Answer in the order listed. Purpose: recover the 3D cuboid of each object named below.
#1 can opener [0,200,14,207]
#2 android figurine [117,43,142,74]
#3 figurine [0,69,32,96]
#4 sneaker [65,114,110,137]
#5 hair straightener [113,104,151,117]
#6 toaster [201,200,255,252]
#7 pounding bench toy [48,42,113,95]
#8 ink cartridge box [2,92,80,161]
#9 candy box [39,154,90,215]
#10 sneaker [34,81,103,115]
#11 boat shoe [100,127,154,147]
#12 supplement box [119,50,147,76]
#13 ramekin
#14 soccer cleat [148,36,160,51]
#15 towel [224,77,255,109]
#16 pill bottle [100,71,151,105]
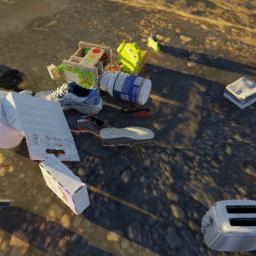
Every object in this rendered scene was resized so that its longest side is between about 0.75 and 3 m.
[{"bbox_3d":[-4.339,2.494,8.978,1.282,0.338,0.426,-4,84,-2],"label":"can opener"},{"bbox_3d":[0.058,-3.014,11.975,0.300,1.461,1.330,-23,80,-38],"label":"android figurine"},{"bbox_3d":[-5.533,-1.334,11.755,2.821,1.245,2.891,-24,54,-25],"label":"figurine"},{"bbox_3d":[-1.620,-0.286,10.989,2.012,0.824,0.775,10,50,9],"label":"sneaker"},{"bbox_3d":[0.150,-0.709,11.761,1.600,0.327,0.616,-5,47,2],"label":"hair straightener"},{"bbox_3d":[3.181,2.783,8.009,2.038,1.316,1.158,1,50,1],"label":"toaster"},{"bbox_3d":[-2.131,-2.854,12.751,2.459,1.527,1.918,15,51,13],"label":"pounding bench toy"},{"bbox_3d":[-3.063,0.099,10.039,0.644,2.182,2.725,-37,64,26],"label":"ink cartridge box"},{"bbox_3d":[-1.979,1.793,8.844,1.601,1.343,0.573,35,58,27],"label":"candy box"},{"bbox_3d":[-2.526,-1.426,11.701,2.933,1.249,1.130,2,49,3],"label":"sneaker"},{"bbox_3d":[-0.045,0.385,10.565,2.017,0.600,0.724,0,33,-2],"label":"boat shoe"},{"bbox_3d":[0.239,-2.914,13.360,0.702,0.726,2.109,18,53,15],"label":"supplement box"},{"bbox_3d":[-4.464,-0.364,10.187,0.990,2.030,2.030,-34,43,28],"label":"ramekin"},{"bbox_3d":[1.364,-4.460,14.992,0.494,0.382,1.180,-28,53,15],"label":"soccer cleat"},{"bbox_3d":[5.079,-1.600,12.279,1.402,0.600,1.161,-27,53,-21],"label":"towel"},{"bbox_3d":[-0.124,-1.790,12.083,2.043,1.134,1.134,18,52,15],"label":"pill bottle"}]
